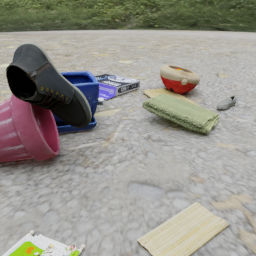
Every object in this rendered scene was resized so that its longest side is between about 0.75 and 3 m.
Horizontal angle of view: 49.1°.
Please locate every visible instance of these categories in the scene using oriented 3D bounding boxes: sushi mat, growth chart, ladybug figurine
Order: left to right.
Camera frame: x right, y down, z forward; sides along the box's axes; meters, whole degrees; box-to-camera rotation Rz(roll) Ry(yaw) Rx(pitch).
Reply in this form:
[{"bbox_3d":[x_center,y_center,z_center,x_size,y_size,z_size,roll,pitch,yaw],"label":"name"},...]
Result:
[{"bbox_3d":[-1.442,2.119,4.633,1.222,0.108,0.884,8,26,20],"label":"growth chart"},{"bbox_3d":[1.787,-1.263,12.160,1.382,0.175,2.888,-8,26,-19],"label":"sushi mat"},{"bbox_3d":[2.367,-2.285,13.200,1.886,0.999,2.778,13,19,-1],"label":"ladybug figurine"},{"bbox_3d":[1.037,1.901,5.124,1.689,0.102,0.808,-18,29,-35],"label":"sushi mat"}]

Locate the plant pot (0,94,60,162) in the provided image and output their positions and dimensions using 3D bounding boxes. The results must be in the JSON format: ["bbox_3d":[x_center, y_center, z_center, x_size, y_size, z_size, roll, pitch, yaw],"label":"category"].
[{"bbox_3d":[-2.950,0.067,7.321,1.747,1.951,1.951,-18,26,-2],"label":"plant pot"}]

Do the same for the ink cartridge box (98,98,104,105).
[{"bbox_3d":[-1.429,-1.235,12.033,0.788,0.276,0.969,-1,29,-1],"label":"ink cartridge box"}]

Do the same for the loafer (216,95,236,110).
[{"bbox_3d":[3.993,-1.044,11.349,0.434,0.433,1.240,22,32,40],"label":"loafer"}]

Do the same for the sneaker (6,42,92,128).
[{"bbox_3d":[-1.841,-0.668,6.622,0.958,2.561,1.360,-29,32,17],"label":"sneaker"}]

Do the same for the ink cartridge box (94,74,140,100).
[{"bbox_3d":[-1.062,-2.077,13.570,2.374,0.520,2.396,18,30,35],"label":"ink cartridge box"}]

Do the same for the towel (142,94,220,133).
[{"bbox_3d":[1.883,-0.552,9.845,2.499,0.456,1.854,24,25,22],"label":"towel"}]

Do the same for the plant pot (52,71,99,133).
[{"bbox_3d":[-1.984,-0.869,9.421,1.867,1.679,1.867,-7,24,-16],"label":"plant pot"}]
